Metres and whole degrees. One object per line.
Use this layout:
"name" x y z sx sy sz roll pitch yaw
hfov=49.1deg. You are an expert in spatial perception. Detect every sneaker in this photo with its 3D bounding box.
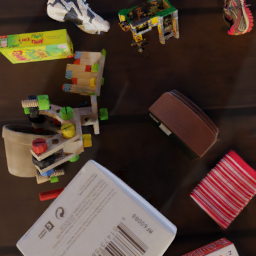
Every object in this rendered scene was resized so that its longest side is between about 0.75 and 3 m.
"sneaker" -1.373 -3.629 8.255 1.893 0.756 1.232 9 76 -25
"sneaker" 3.178 -3.758 8.553 0.692 0.747 1.854 -18 81 -1

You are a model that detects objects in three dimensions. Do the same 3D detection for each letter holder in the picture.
"letter holder" 1.638 -0.224 7.836 1.869 0.940 1.328 44 81 7

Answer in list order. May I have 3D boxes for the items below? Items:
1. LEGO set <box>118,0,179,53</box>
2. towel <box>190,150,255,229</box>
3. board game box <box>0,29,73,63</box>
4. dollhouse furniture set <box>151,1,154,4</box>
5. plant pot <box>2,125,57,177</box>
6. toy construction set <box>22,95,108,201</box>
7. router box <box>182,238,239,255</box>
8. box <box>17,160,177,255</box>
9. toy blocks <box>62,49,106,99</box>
"LEGO set" 0.677 -3.064 8.469 1.858 1.076 1.429 -29 52 -8
"towel" 2.771 1.650 7.720 1.825 0.205 1.320 -43 82 -13
"board game box" -2.629 -2.362 8.194 1.873 0.951 0.446 -7 82 -1
"dollhouse furniture set" 0.525 -4.810 9.031 1.513 0.739 1.290 41 95 36
"plant pot" -2.700 0.626 7.587 1.393 1.393 1.209 10 97 2
"toy construction set" -1.428 0.360 7.370 2.124 2.306 2.765 -8 104 -17
"router box" 1.979 4.768 7.046 2.653 0.722 2.956 -21 81 -4
"box" -0.533 2.498 6.470 2.447 2.096 2.435 38 83 19
"toy blocks" -1.325 -1.602 8.240 1.077 0.787 1.575 7 84 13
